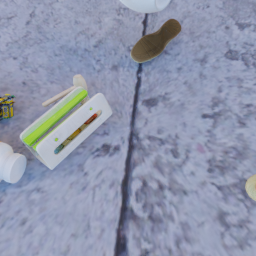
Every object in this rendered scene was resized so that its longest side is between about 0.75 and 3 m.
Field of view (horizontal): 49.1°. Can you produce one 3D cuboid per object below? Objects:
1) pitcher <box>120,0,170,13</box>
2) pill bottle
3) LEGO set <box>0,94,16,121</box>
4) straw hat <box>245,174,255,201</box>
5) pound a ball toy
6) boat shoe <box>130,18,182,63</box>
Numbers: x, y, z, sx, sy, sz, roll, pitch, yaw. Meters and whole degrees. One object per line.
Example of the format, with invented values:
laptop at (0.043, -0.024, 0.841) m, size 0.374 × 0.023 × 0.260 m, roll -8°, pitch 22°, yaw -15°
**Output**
pitcher at (-0.104, -3.828, 7.407) m, size 2.293 × 1.390 × 1.968 m, roll 34°, pitch 67°, yaw 21°
pill bottle at (-3.443, 0.720, 6.647) m, size 1.886 × 0.983 × 0.983 m, roll 15°, pitch 60°, yaw 8°
LEGO set at (-4.044, -0.794, 6.790) m, size 1.908 × 1.437 × 2.481 m, roll 16°, pitch 26°, yaw 19°
straw hat at (3.240, 1.384, 6.629) m, size 0.794 × 0.336 × 0.794 m, roll 0°, pitch 59°, yaw 0°
pound a ball toy at (-1.555, -0.212, 7.347) m, size 1.603 × 1.044 × 2.458 m, roll 23°, pitch 59°, yaw 42°
boat shoe at (0.874, -2.687, 8.969) m, size 2.054 × 0.644 × 0.753 m, roll -39°, pitch 92°, yaw -18°
